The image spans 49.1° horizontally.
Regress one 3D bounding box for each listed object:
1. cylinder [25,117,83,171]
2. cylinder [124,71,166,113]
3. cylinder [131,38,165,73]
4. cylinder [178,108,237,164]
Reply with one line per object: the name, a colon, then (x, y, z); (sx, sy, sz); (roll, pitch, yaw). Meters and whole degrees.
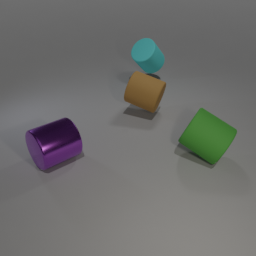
cylinder: (-2.477, 0.511, 9.389); (1.400, 1.400, 1.400); (-24, 38, -34)
cylinder: (0.734, -1.548, 12.020); (1.400, 1.400, 1.400); (24, 35, 10)
cylinder: (1.087, -3.878, 15.130); (1.400, 1.400, 1.400); (23, -4, 34)
cylinder: (2.646, 0.262, 9.394); (1.400, 1.400, 1.400); (34, 40, 11)
